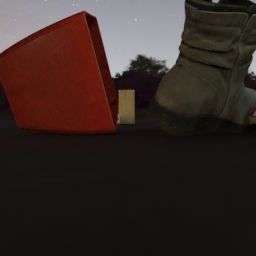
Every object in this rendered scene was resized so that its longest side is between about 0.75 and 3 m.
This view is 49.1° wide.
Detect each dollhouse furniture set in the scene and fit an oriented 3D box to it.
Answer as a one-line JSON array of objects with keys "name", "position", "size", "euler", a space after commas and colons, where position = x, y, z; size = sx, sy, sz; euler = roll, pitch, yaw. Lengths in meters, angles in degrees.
[{"name": "dollhouse furniture set", "position": [-0.605, -1.043, 14.432], "size": [1.911, 1.638, 2.010], "euler": [0, 2, 2]}]

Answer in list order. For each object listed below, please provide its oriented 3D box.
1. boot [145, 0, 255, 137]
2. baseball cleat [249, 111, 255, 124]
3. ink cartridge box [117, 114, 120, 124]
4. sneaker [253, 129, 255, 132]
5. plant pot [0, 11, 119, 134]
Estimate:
[{"name": "boot", "position": [1.658, -0.890, 4.208], "size": [2.844, 1.872, 0.992], "euler": [-10, 40, -43]}, {"name": "baseball cleat", "position": [2.923, -0.264, 4.455], "size": [2.168, 0.756, 1.154], "euler": [0, 2, -22]}, {"name": "ink cartridge box", "position": [-1.013, -0.403, 12.355], "size": [1.107, 0.505, 1.344], "euler": [-1, 1, 9]}, {"name": "sneaker", "position": [2.496, -0.109, 5.851], "size": [1.216, 0.460, 0.703], "euler": [9, -7, -15]}, {"name": "plant pot", "position": [-1.164, -0.861, 4.954], "size": [1.607, 1.824, 1.822], "euler": [-13, 18, 4]}]
